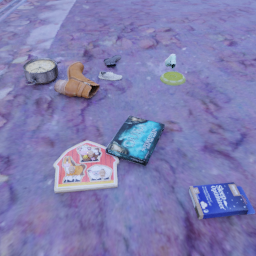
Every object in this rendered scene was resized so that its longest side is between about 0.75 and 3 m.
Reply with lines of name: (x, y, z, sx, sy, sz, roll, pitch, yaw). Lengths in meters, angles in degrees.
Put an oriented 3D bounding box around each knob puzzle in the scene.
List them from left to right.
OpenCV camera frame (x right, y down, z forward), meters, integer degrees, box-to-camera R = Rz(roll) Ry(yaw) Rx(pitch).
knob puzzle: (-1.381, 1.105, 9.288, 2.405, 0.333, 2.405, 0, 39, 0)

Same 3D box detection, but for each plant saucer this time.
plant saucer: (2.231, -2.502, 13.882, 1.277, 0.198, 1.277, 0, 40, 0)

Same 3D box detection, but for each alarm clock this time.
alarm clock: (-4.298, -2.636, 13.573, 1.611, 0.795, 2.388, 7, 37, 8)

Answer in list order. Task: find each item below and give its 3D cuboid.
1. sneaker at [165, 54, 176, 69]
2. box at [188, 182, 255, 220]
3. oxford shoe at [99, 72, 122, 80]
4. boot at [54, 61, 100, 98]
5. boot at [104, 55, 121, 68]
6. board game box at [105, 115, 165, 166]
sneaker: (1.526, -2.301, 10.170, 0.282, 0.765, 0.451, 2, 74, -10)
box: (2.725, 2.078, 8.140, 1.686, 0.273, 1.021, -3, 39, -6)
oxford shoe: (-0.883, -2.602, 13.897, 1.180, 0.341, 0.444, 6, 36, 4)
boot: (-2.103, -2.230, 12.985, 1.777, 0.878, 2.289, 14, 42, 17)
boot: (-0.747, -3.556, 15.123, 1.051, 0.367, 0.692, -23, 46, -10)
board game box: (0.312, 0.373, 10.110, 1.488, 0.310, 2.200, 15, 38, 15)
